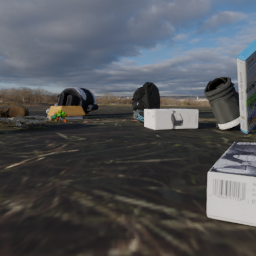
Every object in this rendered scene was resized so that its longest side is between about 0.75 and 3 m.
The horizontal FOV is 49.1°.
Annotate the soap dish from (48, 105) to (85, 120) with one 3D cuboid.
[{"bbox_3d":[-3.108,-0.791,14.065,1.318,0.681,1.676,-4,6,-36],"label":"soap dish"}]

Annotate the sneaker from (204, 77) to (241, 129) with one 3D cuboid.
[{"bbox_3d":[3.350,-1.134,9.347,1.025,1.438,2.900,-19,11,32],"label":"sneaker"}]

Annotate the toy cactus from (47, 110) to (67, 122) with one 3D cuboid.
[{"bbox_3d":[-3.103,-0.433,12.002,0.930,0.576,1.127,-22,16,-19],"label":"toy cactus"}]

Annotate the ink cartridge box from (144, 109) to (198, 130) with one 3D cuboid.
[{"bbox_3d":[1.408,-0.311,9.339,1.512,0.633,1.097,-2,7,-16],"label":"ink cartridge box"}]

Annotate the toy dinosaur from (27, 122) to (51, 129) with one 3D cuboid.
[{"bbox_3d":[-2.919,-0.059,9.246,0.751,0.178,0.331,-1,20,-11],"label":"toy dinosaur"}]

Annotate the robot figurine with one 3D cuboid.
[{"bbox_3d":[-3.082,-1.565,16.974,1.733,2.087,2.778,-34,-7,21],"label":"robot figurine"}]

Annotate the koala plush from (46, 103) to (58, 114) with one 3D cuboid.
[{"bbox_3d":[-4.494,-1.031,16.799,0.844,0.775,0.748,-13,8,-11],"label":"koala plush"}]

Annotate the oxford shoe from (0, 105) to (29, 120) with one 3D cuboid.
[{"bbox_3d":[-5.244,-0.568,12.251,1.988,0.722,0.839,-7,11,20],"label":"oxford shoe"}]

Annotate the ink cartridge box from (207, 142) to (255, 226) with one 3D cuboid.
[{"bbox_3d":[1.564,0.444,2.885,1.086,0.428,2.185,2,5,26],"label":"ink cartridge box"}]

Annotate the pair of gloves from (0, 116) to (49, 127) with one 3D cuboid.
[{"bbox_3d":[-3.777,-0.211,9.504,1.912,0.335,1.626,-2,0,-5],"label":"pair of gloves"}]

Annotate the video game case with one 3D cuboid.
[{"bbox_3d":[3.489,-1.293,6.902,0.248,1.997,2.790,41,-12,40],"label":"video game case"}]

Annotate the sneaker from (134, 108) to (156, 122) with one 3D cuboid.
[{"bbox_3d":[0.994,-0.441,11.902,1.616,0.591,0.662,-8,30,-40],"label":"sneaker"}]

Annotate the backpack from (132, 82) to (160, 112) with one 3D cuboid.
[{"bbox_3d":[1.105,-1.681,17.558,1.949,2.068,2.535,-2,-2,-30],"label":"backpack"}]

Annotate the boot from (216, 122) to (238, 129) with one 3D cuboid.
[{"bbox_3d":[3.416,-0.120,9.393,0.607,0.315,0.930,8,18,41],"label":"boot"}]
